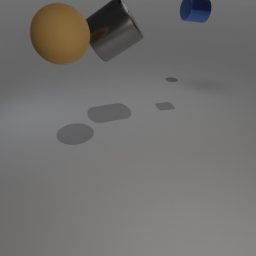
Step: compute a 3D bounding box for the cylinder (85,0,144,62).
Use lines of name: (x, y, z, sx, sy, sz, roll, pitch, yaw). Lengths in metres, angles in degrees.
cylinder: (-0.466, -2.959, 8.483, 1.400, 1.400, 1.400, -30, 26, 14)

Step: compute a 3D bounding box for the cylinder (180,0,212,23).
cylinder: (2.051, -3.602, 8.532, 0.700, 0.700, 0.700, -2, 29, -20)

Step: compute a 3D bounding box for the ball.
ball: (-1.618, -2.233, 6.716, 1.400, 1.400, 1.400, 0, 30, 0)
